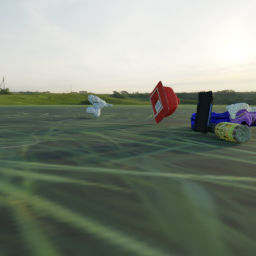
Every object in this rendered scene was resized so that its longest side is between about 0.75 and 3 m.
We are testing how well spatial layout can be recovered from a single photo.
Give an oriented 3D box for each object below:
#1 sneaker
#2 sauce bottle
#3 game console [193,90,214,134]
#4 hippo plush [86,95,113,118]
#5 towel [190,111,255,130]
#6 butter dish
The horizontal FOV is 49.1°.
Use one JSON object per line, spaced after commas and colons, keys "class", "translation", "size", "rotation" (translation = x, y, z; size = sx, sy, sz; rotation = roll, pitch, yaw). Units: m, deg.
{"class": "sneaker", "translation": [2.299, -0.169, 5.586], "size": [1.211, 0.505, 0.488], "rotation": [6, -9, -44]}
{"class": "sauce bottle", "translation": [1.797, 0.058, 5.114], "size": [0.323, 0.323, 0.999], "rotation": [-2, 5, -15]}
{"class": "game console", "translation": [1.661, -0.300, 5.755], "size": [0.735, 0.835, 0.486], "rotation": [9, 1, -42]}
{"class": "hippo plush", "translation": [-1.371, -0.854, 11.786], "size": [1.000, 0.804, 0.797], "rotation": [27, -6, -33]}
{"class": "towel", "translation": [2.436, -0.267, 6.993], "size": [1.702, 0.422, 1.257], "rotation": [-3, 8, 15]}
{"class": "butter dish", "translation": [1.200, -0.797, 8.585], "size": [0.789, 1.065, 1.068], "rotation": [-5, -20, -19]}
